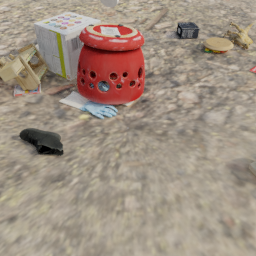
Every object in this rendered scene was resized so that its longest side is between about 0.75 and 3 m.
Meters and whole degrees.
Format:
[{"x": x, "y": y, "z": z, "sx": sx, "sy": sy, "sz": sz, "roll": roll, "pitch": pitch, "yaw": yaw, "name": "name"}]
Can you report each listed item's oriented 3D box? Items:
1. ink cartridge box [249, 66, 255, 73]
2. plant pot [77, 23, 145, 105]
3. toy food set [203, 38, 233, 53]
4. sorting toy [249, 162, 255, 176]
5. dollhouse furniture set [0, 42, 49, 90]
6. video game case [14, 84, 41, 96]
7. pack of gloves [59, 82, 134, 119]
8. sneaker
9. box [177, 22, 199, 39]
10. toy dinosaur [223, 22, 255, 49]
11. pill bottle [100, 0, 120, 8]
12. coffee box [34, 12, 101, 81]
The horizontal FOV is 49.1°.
[{"x": 5.939, "y": -2.357, "z": 10.621, "sx": 2.010, "sy": 0.449, "sz": 1.771, "roll": -32, "pitch": 50, "yaw": -33, "name": "ink cartridge box"}, {"x": -0.492, "y": -2.121, "z": 8.938, "sx": 2.242, "sy": 2.042, "sz": 2.242, "roll": 5, "pitch": 34, "yaw": -3, "name": "plant pot"}, {"x": 3.939, "y": -3.626, "z": 12.271, "sx": 1.291, "sy": 0.317, "sz": 1.305, "roll": 13, "pitch": 41, "yaw": 16, "name": "toy food set"}, {"x": 4.005, "y": 1.071, "z": 6.305, "sx": 1.667, "sy": 0.584, "sz": 1.677, "roll": -13, "pitch": 41, "yaw": -16, "name": "sorting toy"}, {"x": -3.956, "y": -1.654, "z": 9.487, "sx": 1.884, "sy": 1.184, "sz": 2.130, "roll": -19, "pitch": 33, "yaw": 16, "name": "dollhouse furniture set"}, {"x": -3.460, "y": -1.328, "z": 9.647, "sx": 0.860, "sy": 0.075, "sz": 0.615, "roll": -9, "pitch": 40, "yaw": -11, "name": "video game case"}, {"x": -0.934, "y": -1.078, "z": 9.097, "sx": 2.027, "sy": 0.400, "sz": 1.703, "roll": 22, "pitch": 43, "yaw": 25, "name": "pack of gloves"}, {"x": -2.271, "y": 0.386, "z": 7.288, "sx": 1.345, "sy": 0.404, "sz": 0.701, "roll": 6, "pitch": 35, "yaw": 2, "name": "sneaker"}, {"x": 2.848, "y": -4.662, "z": 13.371, "sx": 0.831, "sy": 0.524, "sz": 0.846, "roll": -5, "pitch": 39, "yaw": -6, "name": "box"}, {"x": 5.218, "y": -4.318, "z": 13.008, "sx": 1.322, "sy": 0.761, "sz": 2.614, "roll": 26, "pitch": 49, "yaw": 6, "name": "toy dinosaur"}, {"x": -0.342, "y": -3.827, "z": 7.422, "sx": 0.684, "sy": 0.684, "sz": 1.235, "roll": 12, "pitch": 66, "yaw": 14, "name": "pill bottle"}, {"x": -2.177, "y": -3.121, "z": 10.515, "sx": 1.722, "sy": 1.741, "sz": 1.739, "roll": 27, "pitch": 46, "yaw": 29, "name": "coffee box"}]
